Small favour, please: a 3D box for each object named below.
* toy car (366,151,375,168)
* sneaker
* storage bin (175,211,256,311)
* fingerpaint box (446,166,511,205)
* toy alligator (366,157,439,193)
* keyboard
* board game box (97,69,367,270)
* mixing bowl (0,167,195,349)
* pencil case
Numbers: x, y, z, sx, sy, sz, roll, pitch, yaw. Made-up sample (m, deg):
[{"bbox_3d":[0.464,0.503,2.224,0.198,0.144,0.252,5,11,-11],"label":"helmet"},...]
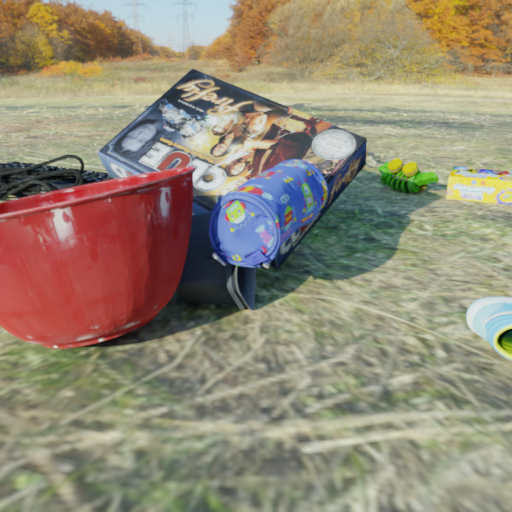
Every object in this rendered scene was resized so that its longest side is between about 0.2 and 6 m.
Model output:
[{"bbox_3d":[3.334,-3.197,18.006,0.957,0.786,0.755,30,34,32],"label":"toy car"},{"bbox_3d":[3.593,0.917,6.903,1.682,0.669,1.098,-8,18,5],"label":"sneaker"},{"bbox_3d":[-0.626,-0.010,8.230,1.041,1.128,1.550,-6,59,13],"label":"storage bin"},{"bbox_3d":[5.860,-1.824,14.313,1.763,0.647,1.471,8,22,22],"label":"fingerpaint box"},{"bbox_3d":[3.738,-2.136,15.172,0.718,0.784,2.645,-50,37,-9],"label":"toy alligator"},{"bbox_3d":[-3.885,-1.794,12.074,5.467,1.083,2.846,8,22,18],"label":"keyboard"},{"bbox_3d":[-0.492,-1.849,10.607,4.255,0.736,2.882,29,64,26],"label":"board game box"},{"bbox_3d":[-2.183,0.048,7.118,3.282,1.778,3.282,-11,12,3],"label":"mixing bowl"},{"bbox_3d":[0.253,-0.645,7.943,0.990,1.102,2.538,-17,13,28],"label":"pencil case"}]
